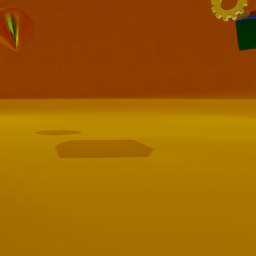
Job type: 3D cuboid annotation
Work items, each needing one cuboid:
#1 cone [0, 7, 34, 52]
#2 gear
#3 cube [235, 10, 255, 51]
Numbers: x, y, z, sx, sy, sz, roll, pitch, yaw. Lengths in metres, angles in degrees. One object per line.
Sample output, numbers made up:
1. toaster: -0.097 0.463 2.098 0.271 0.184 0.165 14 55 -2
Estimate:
1. cone: -2.789 -2.182 6.883 1.082 1.082 1.086 -3 48 -28
2. gear: 3.613 -4.493 10.004 1.224 1.224 0.226 4 4 29
3. cube: 3.899 -3.012 8.540 0.938 0.938 0.938 0 32 34
